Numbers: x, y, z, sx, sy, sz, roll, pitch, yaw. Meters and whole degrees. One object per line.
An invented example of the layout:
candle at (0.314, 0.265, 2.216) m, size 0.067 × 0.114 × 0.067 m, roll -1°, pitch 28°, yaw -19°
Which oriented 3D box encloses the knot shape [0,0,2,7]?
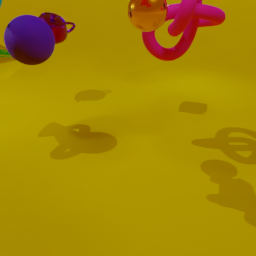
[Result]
knot shape at (-3.434, -3.069, 6.257) m, size 0.847 × 1.833 × 1.715 m, roll -22°, pitch -3°, yaw 9°

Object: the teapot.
teapot at (-2.627, -3.425, 9.415) m, size 1.827 × 0.894 × 1.136 m, roll -11°, pitch 57°, yaw -35°

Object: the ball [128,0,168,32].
ball at (0.363, -2.163, 5.158) m, size 0.743 × 0.743 × 0.743 m, roll 0°, pitch 29°, yaw 0°

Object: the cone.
cone at (-2.929, -1.778, 7.255) m, size 0.947 × 0.943 × 0.943 m, roll -5°, pitch 27°, yaw 18°

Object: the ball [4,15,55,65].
ball at (-2.269, -2.028, 6.500) m, size 1.115 × 1.115 × 1.115 m, roll 0°, pitch 29°, yaw 0°

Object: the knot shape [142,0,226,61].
knot shape at (1.264, -2.450, 6.117) m, size 1.931 × 1.807 × 0.892 m, roll -29°, pitch 72°, yaw -9°
